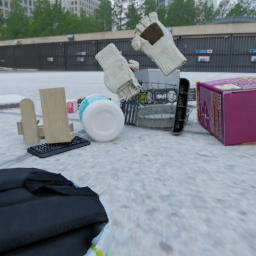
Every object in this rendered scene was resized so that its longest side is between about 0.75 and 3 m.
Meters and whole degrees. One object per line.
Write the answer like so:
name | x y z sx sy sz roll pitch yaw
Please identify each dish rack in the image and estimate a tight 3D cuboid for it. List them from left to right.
dish rack | 0.791 -0.758 8.991 2.264 1.737 0.618 8 -4 17

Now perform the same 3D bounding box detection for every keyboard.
keyboard | -1.843 0.430 7.352 0.927 0.198 1.544 12 18 40

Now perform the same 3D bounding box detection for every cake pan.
cake pan | 1.230 -0.460 10.239 2.188 0.401 2.188 -3 16 1

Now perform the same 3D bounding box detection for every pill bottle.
pill bottle | -0.893 -0.400 8.615 1.175 1.175 2.120 -4 15 -14

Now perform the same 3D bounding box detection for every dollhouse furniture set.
dollhouse furniture set | -2.221 -0.396 7.687 1.580 1.354 1.662 -5 9 4

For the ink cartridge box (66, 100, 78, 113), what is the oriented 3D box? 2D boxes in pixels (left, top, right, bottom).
ink cartridge box | -2.877 -0.965 12.285 1.165 0.486 0.846 0 14 1

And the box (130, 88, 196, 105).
box | 1.815 -1.520 13.474 2.948 0.653 2.362 -7 6 -27

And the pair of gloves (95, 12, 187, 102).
pair of gloves | 0.229 -2.057 8.195 2.407 2.047 0.422 -30 -25 15

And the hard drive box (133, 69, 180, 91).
hard drive box | 1.067 -2.217 13.179 1.805 0.889 2.316 3 9 44

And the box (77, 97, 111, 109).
box | -1.716 -1.181 13.401 1.583 0.396 1.595 3 14 9

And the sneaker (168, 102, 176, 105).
sneaker | 1.718 -0.786 11.825 0.593 0.512 1.353 -7 3 32

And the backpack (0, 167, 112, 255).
backpack | -1.176 1.145 1.881 1.908 1.799 2.339 15 40 44

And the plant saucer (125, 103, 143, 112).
plant saucer | 0.210 -0.908 12.432 0.964 0.132 0.964 4 27 -2

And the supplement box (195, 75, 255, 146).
supplement box | 3.398 -0.693 8.675 1.934 1.525 2.955 -5 15 1

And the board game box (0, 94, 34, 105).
board game box | -6.463 -1.250 13.691 2.803 0.363 2.804 -10 18 -37
